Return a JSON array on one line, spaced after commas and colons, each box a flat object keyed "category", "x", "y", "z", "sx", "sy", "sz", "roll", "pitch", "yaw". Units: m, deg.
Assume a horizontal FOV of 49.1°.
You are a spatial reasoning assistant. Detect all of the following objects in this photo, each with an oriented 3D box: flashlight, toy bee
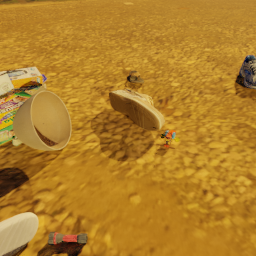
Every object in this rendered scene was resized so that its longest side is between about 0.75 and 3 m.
[{"category": "flashlight", "x": -1.310, "y": 2.415, "z": 6.119, "sx": 0.825, "sy": 0.280, "sz": 0.279, "roll": 0, "pitch": 33, "yaw": 1}, {"category": "toy bee", "x": 1.321, "y": 0.347, "z": 9.249, "sx": 0.631, "sy": 0.524, "sz": 0.963, "roll": 20, "pitch": 12, "yaw": 42}]

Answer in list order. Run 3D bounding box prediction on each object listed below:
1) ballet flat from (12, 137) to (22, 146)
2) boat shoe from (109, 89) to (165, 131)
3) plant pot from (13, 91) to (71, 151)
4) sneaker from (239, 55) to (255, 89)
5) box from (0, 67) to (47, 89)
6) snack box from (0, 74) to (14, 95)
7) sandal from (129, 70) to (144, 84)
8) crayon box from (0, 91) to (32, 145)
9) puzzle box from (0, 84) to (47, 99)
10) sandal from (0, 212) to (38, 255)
[{"category": "ballet flat", "x": -3.487, "y": 0.257, "z": 9.453, "sx": 0.326, "sy": 0.301, "sz": 0.966, "roll": 13, "pitch": 34, "yaw": 25}, {"category": "boat shoe", "x": 0.437, "y": -0.850, "z": 10.455, "sx": 1.020, "sy": 1.087, "sz": 2.948, "roll": -27, "pitch": 40, "yaw": -26}, {"category": "plant pot", "x": -2.879, "y": -0.115, "z": 8.903, "sx": 1.261, "sy": 1.878, "sz": 1.878, "roll": -13, "pitch": 27, "yaw": 22}, {"category": "sneaker", "x": 6.005, "y": -2.693, "z": 13.259, "sx": 1.057, "sy": 1.168, "sz": 2.743, "roll": -1, "pitch": 33, "yaw": -1}, {"category": "box", "x": -4.893, "y": -2.286, "z": 12.754, "sx": 2.233, "sy": 0.463, "sz": 1.329, "roll": -17, "pitch": 36, "yaw": -23}, {"category": "snack box", "x": -5.957, "y": -1.153, "z": 10.560, "sx": 1.932, "sy": 0.720, "sz": 2.717, "roll": -10, "pitch": 24, "yaw": 21}, {"category": "sandal", "x": 0.374, "y": -2.574, "z": 13.751, "sx": 0.638, "sy": 0.429, "sz": 1.587, "roll": -5, "pitch": 33, "yaw": -7}, {"category": "crayon box", "x": -4.217, "y": -0.462, "z": 10.207, "sx": 1.917, "sy": 0.648, "sz": 2.222, "roll": 25, "pitch": 42, "yaw": 34}, {"category": "puzzle box", "x": -5.027, "y": -1.678, "z": 12.486, "sx": 2.274, "sy": 0.289, "sz": 1.513, "roll": 8, "pitch": 34, "yaw": 12}, {"category": "sandal", "x": -3.277, "y": 2.442, "z": 5.412, "sx": 0.877, "sy": 1.172, "sz": 3.059, "roll": 26, "pitch": 32, "yaw": 37}]
